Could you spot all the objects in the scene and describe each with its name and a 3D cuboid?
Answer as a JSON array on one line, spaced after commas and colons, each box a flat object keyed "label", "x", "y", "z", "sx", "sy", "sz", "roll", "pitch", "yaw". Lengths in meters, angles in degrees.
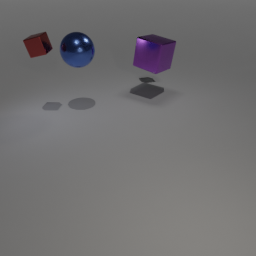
[{"label": "cube", "x": -3.424, "y": -3.177, "z": 10.695, "sx": 0.700, "sy": 0.700, "sz": 0.700, "roll": -8, "pitch": 31, "yaw": 15}, {"label": "ball", "x": -2.037, "y": -3.137, "z": 11.279, "sx": 1.400, "sy": 1.400, "sz": 1.400, "roll": 0, "pitch": 29, "yaw": 0}, {"label": "cube", "x": 1.267, "y": -3.586, "z": 13.479, "sx": 1.400, "sy": 1.400, "sz": 1.400, "roll": 27, "pitch": 35, "yaw": 27}]
